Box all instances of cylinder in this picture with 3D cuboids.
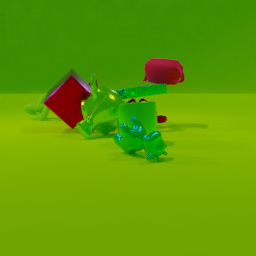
[{"bbox_3d":[0.197,-0.119,6.119,0.870,0.870,0.870,-4,4,0],"label":"cylinder"}]

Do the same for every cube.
[{"bbox_3d":[-1.600,-0.858,8.060,1.096,1.096,1.096,-42,23,8],"label":"cube"}]

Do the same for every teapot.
[{"bbox_3d":[1.092,-1.734,9.095,1.250,0.984,2.010,-2,13,-35],"label":"teapot"}]

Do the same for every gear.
[{"bbox_3d":[0.370,-1.072,8.361,1.551,0.287,1.551,-7,6,1],"label":"gear"}]

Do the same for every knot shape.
[{"bbox_3d":[-3.471,-0.850,11.296,1.449,0.716,1.549,-15,25,14],"label":"knot shape"}]

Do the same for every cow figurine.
[{"bbox_3d":[0.218,0.269,4.982,0.514,0.922,0.937,-33,-11,-34],"label":"cow figurine"}]

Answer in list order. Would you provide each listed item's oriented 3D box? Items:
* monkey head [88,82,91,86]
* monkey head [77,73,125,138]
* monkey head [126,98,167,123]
[{"bbox_3d":[-1.604,-0.997,11.435,1.431,1.198,1.989,-16,-19,-16],"label":"monkey head"},{"bbox_3d":[-0.649,-0.359,7.051,1.131,1.877,1.350,-31,15,25],"label":"monkey head"},{"bbox_3d":[0.355,-0.321,8.848,1.610,1.158,0.970,-2,45,-19],"label":"monkey head"}]
